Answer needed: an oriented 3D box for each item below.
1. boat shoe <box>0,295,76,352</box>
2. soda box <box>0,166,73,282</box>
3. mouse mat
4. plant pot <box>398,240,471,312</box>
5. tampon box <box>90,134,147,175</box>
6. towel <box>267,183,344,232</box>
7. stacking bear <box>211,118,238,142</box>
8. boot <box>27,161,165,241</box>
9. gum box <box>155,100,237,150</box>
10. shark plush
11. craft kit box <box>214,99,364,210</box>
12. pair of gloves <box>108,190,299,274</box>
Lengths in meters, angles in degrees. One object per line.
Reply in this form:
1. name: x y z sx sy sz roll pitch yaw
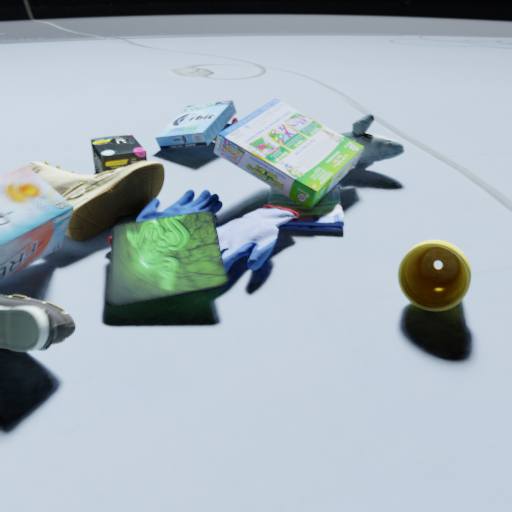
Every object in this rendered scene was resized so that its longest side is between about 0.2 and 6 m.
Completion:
1. boat shoe: -3.504 0.946 7.999 2.183 0.778 0.657 6 4 33
2. soda box: -4.677 -0.095 8.802 1.234 1.147 3.607 41 42 7
3. mouse mat: -1.570 -0.043 9.651 1.926 0.090 2.393 -10 35 -5
4. plant pot: 2.913 0.240 9.058 1.091 1.091 1.026 12 15 20
5. tampon box: -3.332 -2.297 13.629 1.063 0.895 1.418 -13 32 -22
6. towel: 1.065 -1.137 12.211 1.654 0.268 2.252 1 29 4
7. stacking bear: -1.058 -3.529 16.145 1.111 0.632 0.675 1 57 24
8. boot: -3.614 -1.500 11.990 2.290 1.072 2.946 21 41 26
9. gum box: -1.684 -3.719 15.872 1.634 0.429 1.924 2 40 30
10. shark plush: 2.136 -2.620 13.951 2.885 1.311 1.202 -7 41 -14
11. craft kit box: 0.806 -2.428 12.799 2.571 0.632 2.604 31 44 16
12. pair of gloves: -1.070 -0.504 10.925 3.524 0.401 2.833 14 34 31
